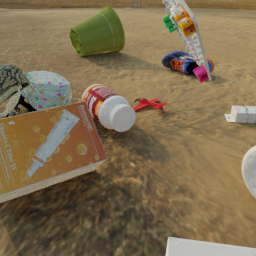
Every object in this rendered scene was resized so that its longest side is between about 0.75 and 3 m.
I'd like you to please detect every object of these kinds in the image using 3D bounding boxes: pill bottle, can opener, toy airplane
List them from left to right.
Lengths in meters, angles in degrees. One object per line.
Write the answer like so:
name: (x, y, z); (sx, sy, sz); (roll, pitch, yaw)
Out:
can opener: (-3.645, -0.427, 8.524); (0.423, 0.534, 1.606); (-2, 33, -6)
pill bottle: (-0.575, -0.585, 8.241); (1.005, 1.005, 1.779); (-17, 31, -28)
toy airplane: (0.753, -0.804, 9.461); (1.347, 0.248, 1.347); (-1, 29, 1)
pill bottle: (3.490, 0.672, 5.566); (2.243, 1.305, 1.305); (-15, 31, -28)

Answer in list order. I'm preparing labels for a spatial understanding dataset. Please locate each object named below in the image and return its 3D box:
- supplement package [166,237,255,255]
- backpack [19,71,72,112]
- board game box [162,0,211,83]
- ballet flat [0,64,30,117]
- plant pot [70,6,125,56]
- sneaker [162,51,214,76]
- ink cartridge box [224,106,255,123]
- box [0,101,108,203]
supplement package: (1.071, 2.309, 2.623); (1.593, 1.134, 2.045); (5, 27, 8)
backpack: (-2.642, -1.163, 9.087); (1.643, 1.246, 1.969); (-13, 34, -30)
board game box: (1.374, -2.953, 7.885); (0.366, 2.828, 2.827); (-29, 62, 11)
ballet flat: (-3.966, -0.607, 7.895); (1.092, 0.984, 2.901); (40, 69, 5)
plant pot: (-1.876, -5.220, 15.851); (2.459, 2.589, 2.589); (-27, 37, -22)
sneaker: (2.634, -2.922, 12.815); (2.458, 0.926, 0.964); (15, 36, 29)
ink cartridge box: (3.561, -0.428, 8.661); (0.993, 0.331, 0.575); (2, 28, 4)
box: (-1.726, 0.456, 5.598); (2.156, 1.341, 1.051); (-17, -13, -28)
